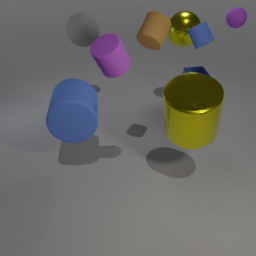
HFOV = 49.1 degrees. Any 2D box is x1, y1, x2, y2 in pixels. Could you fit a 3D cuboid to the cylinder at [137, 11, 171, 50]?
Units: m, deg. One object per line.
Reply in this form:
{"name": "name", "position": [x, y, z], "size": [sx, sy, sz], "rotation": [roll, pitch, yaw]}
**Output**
{"name": "cylinder", "position": [0.673, -2.507, 7.249], "size": [0.700, 0.700, 0.700], "rotation": [23, -9, 4]}

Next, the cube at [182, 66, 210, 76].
{"name": "cube", "position": [2.169, -1.498, 9.061], "size": [0.700, 0.700, 0.700], "rotation": [-7, 48, -16]}

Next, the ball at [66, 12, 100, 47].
{"name": "ball", "position": [-1.899, -4.139, 11.823], "size": [1.400, 1.400, 1.400], "rotation": [0, 30, 0]}

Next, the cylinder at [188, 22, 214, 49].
{"name": "cylinder", "position": [2.564, -3.245, 9.846], "size": [0.700, 0.700, 0.700], "rotation": [-26, 7, 3]}

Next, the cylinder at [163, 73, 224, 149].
{"name": "cylinder", "position": [1.604, -0.414, 7.047], "size": [1.400, 1.400, 1.400], "rotation": [-5, 49, 6]}

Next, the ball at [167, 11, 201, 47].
{"name": "ball", "position": [2.270, -4.000, 11.372], "size": [1.400, 1.400, 1.400], "rotation": [0, 30, 0]}

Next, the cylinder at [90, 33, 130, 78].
{"name": "cylinder", "position": [-0.382, -1.595, 6.220], "size": [0.700, 0.700, 0.700], "rotation": [-10, 59, 16]}

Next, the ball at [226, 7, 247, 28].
{"name": "ball", "position": [3.823, -3.886, 9.868], "size": [0.700, 0.700, 0.700], "rotation": [0, 30, 0]}

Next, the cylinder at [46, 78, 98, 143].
{"name": "cylinder", "position": [-1.580, -0.521, 8.149], "size": [1.400, 1.400, 1.400], "rotation": [-3, 36, -5]}
